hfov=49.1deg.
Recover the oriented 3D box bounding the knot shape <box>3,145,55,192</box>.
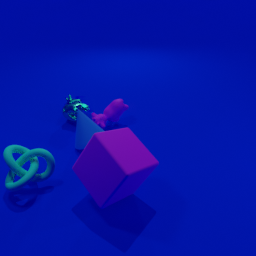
[{"bbox_3d":[-2.101,0.816,6.018,1.039,0.513,1.110,-3,58,-13],"label":"knot shape"}]

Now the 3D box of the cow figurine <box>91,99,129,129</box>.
[{"bbox_3d":[-0.543,-0.420,8.200,0.573,1.043,1.027,48,20,12],"label":"cow figurine"}]

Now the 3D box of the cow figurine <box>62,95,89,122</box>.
[{"bbox_3d":[-1.751,-0.615,8.778,1.092,0.609,1.109,23,21,23],"label":"cow figurine"}]

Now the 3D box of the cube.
[{"bbox_3d":[-0.253,0.752,5.565,1.040,1.040,1.040,49,32,22],"label":"cube"}]

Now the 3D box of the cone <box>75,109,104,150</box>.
[{"bbox_3d":[-1.127,-0.070,7.318,0.931,0.935,0.931,-18,19,6],"label":"cone"}]
